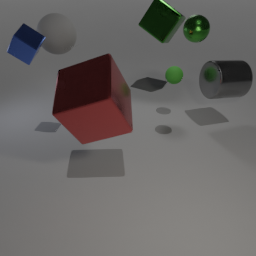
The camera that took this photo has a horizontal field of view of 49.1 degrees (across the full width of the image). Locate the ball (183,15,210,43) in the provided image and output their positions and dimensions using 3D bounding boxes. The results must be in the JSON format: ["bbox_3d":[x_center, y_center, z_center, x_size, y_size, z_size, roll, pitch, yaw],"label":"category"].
[{"bbox_3d":[1.814,-2.627,7.420,0.700,0.700,0.700,0,29,0],"label":"ball"}]

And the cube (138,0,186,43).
[{"bbox_3d":[1.560,-4.823,12.645,1.400,1.400,1.400,39,25,4],"label":"cube"}]

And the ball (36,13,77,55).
[{"bbox_3d":[-2.526,-3.330,9.944,1.400,1.400,1.400,0,29,0],"label":"ball"}]

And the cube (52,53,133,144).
[{"bbox_3d":[-0.788,-0.651,6.740,1.400,1.400,1.400,-14,54,16],"label":"cube"}]

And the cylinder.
[{"bbox_3d":[3.642,-1.825,10.532,1.400,1.400,1.400,-5,29,-18],"label":"cylinder"}]

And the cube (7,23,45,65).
[{"bbox_3d":[-2.931,-2.408,8.076,0.700,0.700,0.700,30,47,-20],"label":"cube"}]

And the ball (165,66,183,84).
[{"bbox_3d":[1.815,-2.077,11.002,0.700,0.700,0.700,0,29,0],"label":"ball"}]
